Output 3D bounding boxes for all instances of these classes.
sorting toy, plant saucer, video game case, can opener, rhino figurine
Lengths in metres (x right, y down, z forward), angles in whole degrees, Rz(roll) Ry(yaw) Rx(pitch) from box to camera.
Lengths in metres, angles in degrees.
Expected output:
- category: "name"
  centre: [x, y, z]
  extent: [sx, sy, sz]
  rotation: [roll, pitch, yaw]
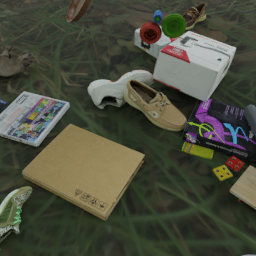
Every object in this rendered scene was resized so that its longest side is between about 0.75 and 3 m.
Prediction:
- category: "sorting toy"
  centre: [1.181, -3.632, 9.862]
  extent: [1.668, 1.002, 0.685]
  rotation: [-12, 39, 19]
- category: "sorting toy"
  centre: [3.169, 1.578, 6.995]
  extent: [2.162, 0.366, 1.042]
  rotation: [35, 55, 29]
- category: "plant saucer"
  centre: [-1.254, -3.572, 7.787]
  extent: [0.253, 1.470, 1.470]
  rotation: [23, 36, -30]
- category: "video game case"
  centre: [-3.149, -0.360, 9.029]
  extent: [1.813, 0.229, 1.990]
  rotation: [15, 46, 14]
- category: "can opener"
  centre: [3.862, 0.461, 7.625]
  extent: [0.722, 0.912, 2.743]
  rotation: [0, 49, -5]
- category: "rhino figurine"
  centre: [-4.738, -2.477, 10.679]
  extent: [2.753, 0.823, 1.204]
  rotation: [2, 63, 0]

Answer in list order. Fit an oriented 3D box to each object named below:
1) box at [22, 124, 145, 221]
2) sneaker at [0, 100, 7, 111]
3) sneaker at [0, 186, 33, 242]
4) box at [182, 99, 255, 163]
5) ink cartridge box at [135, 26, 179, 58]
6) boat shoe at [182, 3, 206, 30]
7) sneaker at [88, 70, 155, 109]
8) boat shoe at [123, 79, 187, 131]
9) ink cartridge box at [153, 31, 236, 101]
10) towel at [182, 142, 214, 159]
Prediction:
- category: "box"
  centre: [-1.148, 1.022, 7.609]
  extent: [2.612, 0.278, 2.135]
  rotation: [21, 48, 20]
- category: "sneaker"
  centre: [-4.446, -0.890, 9.332]
  extent: [1.186, 0.447, 0.465]
  rotation: [14, 40, 25]
- category: "sneaker"
  centre: [-2.671, 2.100, 6.411]
  extent: [0.728, 0.632, 1.644]
  rotation: [29, 58, 13]
- category: "box"
  centre: [3.133, 0.011, 8.490]
  extent: [2.523, 0.455, 1.804]
  rotation: [19, 48, 16]
- category: "ink cartridge box"
  centre: [1.255, -3.744, 12.046]
  extent: [1.219, 0.693, 1.673]
  rotation: [-28, 52, -25]
- category: "boat shoe"
  centre: [3.069, -5.497, 13.684]
  extent: [2.338, 0.842, 0.843]
  rotation: [-34, 54, -29]
- category: "sneaker"
  centre: [-0.131, -1.201, 9.540]
  extent: [2.316, 0.877, 1.065]
  rotation: [-16, 54, -6]
- category: "boat shoe"
  centre: [0.859, -0.702, 8.682]
  extent: [2.272, 0.733, 0.810]
  rotation: [31, 63, 6]
- category: "ink cartridge box"
  centre: [2.400, -2.299, 9.853]
  extent: [2.018, 1.139, 2.749]
  rotation: [26, 40, 16]
- category: "towel"
  centre: [2.025, 0.644, 8.129]
  extent: [0.873, 0.079, 0.376]
  rotation: [16, 48, 15]
